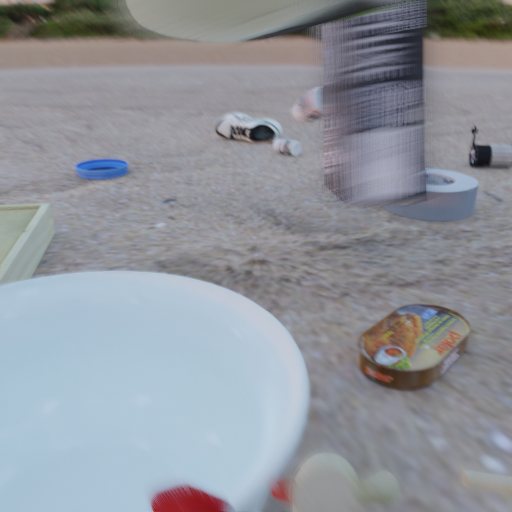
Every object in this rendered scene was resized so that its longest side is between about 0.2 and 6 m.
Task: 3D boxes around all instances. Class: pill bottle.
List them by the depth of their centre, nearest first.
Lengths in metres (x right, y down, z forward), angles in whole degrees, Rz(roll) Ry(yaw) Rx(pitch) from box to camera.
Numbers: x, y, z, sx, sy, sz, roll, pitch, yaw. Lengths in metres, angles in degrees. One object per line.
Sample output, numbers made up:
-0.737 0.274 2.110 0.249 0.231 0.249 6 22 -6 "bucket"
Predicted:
1.130 -3.000 11.267 0.530 0.530 0.957 -11 1 -25 "pill bottle"
0.803 -2.855 14.702 0.690 0.390 0.390 21 30 40 "pill bottle"

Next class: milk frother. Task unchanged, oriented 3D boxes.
5.605 -2.618 13.431 0.899 0.956 0.863 1 19 1 "milk frother"

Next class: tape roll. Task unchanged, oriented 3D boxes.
3.225 -1.171 10.467 1.687 0.557 1.687 0 22 0 "tape roll"

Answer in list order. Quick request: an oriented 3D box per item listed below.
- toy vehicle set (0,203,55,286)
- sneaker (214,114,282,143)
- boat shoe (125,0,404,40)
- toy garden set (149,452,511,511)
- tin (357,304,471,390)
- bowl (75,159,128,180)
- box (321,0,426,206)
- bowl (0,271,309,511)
-4.267 0.200 7.203 2.479 0.529 3.989 -3 23 -7 "toy vehicle set"
-0.276 -3.677 16.207 2.002 0.757 0.878 3 23 8 "sneaker"
0.400 -1.581 2.809 2.386 0.851 0.718 -1 11 30 "boat shoe"
0.583 1.684 2.168 2.448 2.041 0.488 5 -9 11 "toy garden set"
1.655 0.918 5.839 0.838 0.313 1.497 15 26 40 "tin"
-3.532 -1.982 12.828 1.174 0.230 1.174 0 22 0 "bowl"
1.384 -2.647 7.277 0.937 3.765 2.969 -2 10 3 "box"
-1.178 1.281 3.579 2.981 1.340 2.981 1 22 0 "bowl"
